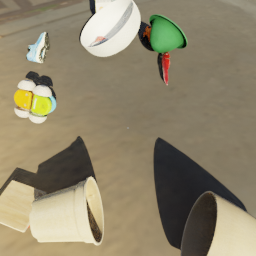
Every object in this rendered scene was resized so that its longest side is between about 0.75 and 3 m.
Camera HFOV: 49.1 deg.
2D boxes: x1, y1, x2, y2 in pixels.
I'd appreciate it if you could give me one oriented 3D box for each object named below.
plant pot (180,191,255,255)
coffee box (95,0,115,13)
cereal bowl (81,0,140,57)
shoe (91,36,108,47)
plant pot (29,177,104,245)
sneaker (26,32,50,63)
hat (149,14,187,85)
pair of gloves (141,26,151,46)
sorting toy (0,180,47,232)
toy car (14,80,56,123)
[{"bbox_3d":[2.031,2.197,5.168,1.640,1.536,1.536,22,50,-1],"label":"plant pot"},{"bbox_3d":[-0.772,-4.877,11.562,1.149,1.161,1.162,-5,49,-5],"label":"coffee box"},{"bbox_3d":[-0.521,-3.480,10.151,2.366,0.985,2.366,-20,48,24],"label":"cereal bowl"},{"bbox_3d":[-1.120,-3.192,10.466,0.788,0.282,0.358,-30,54,-26],"label":"shoe"},{"bbox_3d":[-1.239,1.745,5.659,1.216,1.329,1.329,-11,48,5],"label":"plant pot"},{"bbox_3d":[-3.338,-3.008,10.282,0.703,0.613,1.563,0,48,5],"label":"sneaker"},{"bbox_3d":[0.955,-2.766,9.885,1.769,1.664,2.009,-52,20,-2],"label":"hat"},{"bbox_3d":[0.399,-3.660,11.123,1.599,0.198,1.424,2,45,4],"label":"pair of gloves"},{"bbox_3d":[-2.393,1.750,6.175,0.936,0.326,0.931,16,50,14],"label":"sorting toy"},{"bbox_3d":[-2.637,-0.779,8.152,1.218,1.066,0.913,20,15,18],"label":"toy car"}]
